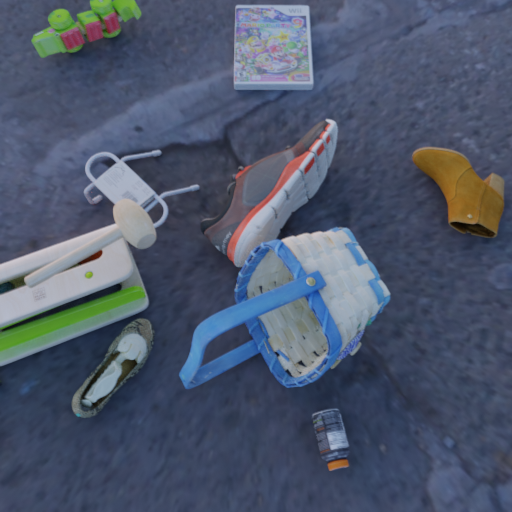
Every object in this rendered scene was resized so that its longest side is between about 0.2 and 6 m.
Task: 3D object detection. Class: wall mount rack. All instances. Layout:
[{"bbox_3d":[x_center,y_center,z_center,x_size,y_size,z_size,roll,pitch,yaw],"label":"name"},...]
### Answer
[{"bbox_3d":[-1.981,-1.175,9.677,1.609,0.690,1.851,-42,71,-14],"label":"wall mount rack"}]

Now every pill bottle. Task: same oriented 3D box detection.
[{"bbox_3d":[1.076,2.617,7.955,0.419,0.419,0.789,-10,65,-5],"label":"pill bottle"}]

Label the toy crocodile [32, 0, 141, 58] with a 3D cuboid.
[{"bbox_3d":[-3.371,-4.564,11.182,2.212,0.747,0.683,-28,61,-13],"label":"toy crocodile"}]

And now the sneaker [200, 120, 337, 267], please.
[{"bbox_3d":[0.211,-1.316,9.462,1.287,1.211,3.144,31,67,21],"label":"sneaker"}]

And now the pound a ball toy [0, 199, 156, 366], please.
[{"bbox_3d":[-2.943,0.217,8.207,3.101,2.022,1.317,-22,61,-10],"label":"pound a ball toy"}]

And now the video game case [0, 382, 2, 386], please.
[{"bbox_3d":[-4.560,2.020,8.398,0.989,0.140,1.094,36,70,15],"label":"video game case"}]

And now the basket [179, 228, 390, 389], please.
[{"bbox_3d":[0.295,0.865,7.696,2.744,2.420,1.909,-20,71,-21],"label":"basket"}]

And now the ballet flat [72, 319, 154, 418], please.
[{"bbox_3d":[-2.042,1.657,8.276,0.585,0.649,1.724,41,68,-9],"label":"ballet flat"}]

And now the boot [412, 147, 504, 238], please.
[{"bbox_3d":[3.402,-1.078,9.597,1.753,0.617,1.255,23,61,4],"label":"boot"}]

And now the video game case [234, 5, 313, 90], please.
[{"bbox_3d":[0.339,-4.261,11.382,1.552,0.195,2.167,0,64,0],"label":"video game case"}]
